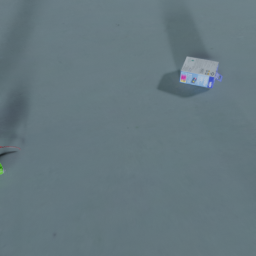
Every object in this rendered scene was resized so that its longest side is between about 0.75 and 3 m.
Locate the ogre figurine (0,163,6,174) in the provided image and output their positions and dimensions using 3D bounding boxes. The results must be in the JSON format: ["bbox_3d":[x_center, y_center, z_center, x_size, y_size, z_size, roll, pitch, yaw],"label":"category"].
[{"bbox_3d":[-3.584,1.153,7.210,0.520,0.425,0.867,25,19,20],"label":"ogre figurine"}]

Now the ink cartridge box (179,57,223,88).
[{"bbox_3d":[2.611,-1.942,9.838,1.388,0.530,0.947,13,50,17],"label":"ink cartridge box"}]

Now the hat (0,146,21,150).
[{"bbox_3d":[-4.015,0.519,7.199,1.406,1.323,1.598,22,55,16],"label":"hat"}]
